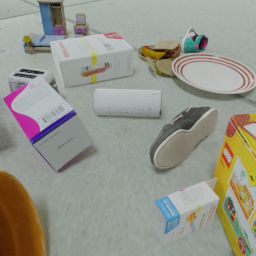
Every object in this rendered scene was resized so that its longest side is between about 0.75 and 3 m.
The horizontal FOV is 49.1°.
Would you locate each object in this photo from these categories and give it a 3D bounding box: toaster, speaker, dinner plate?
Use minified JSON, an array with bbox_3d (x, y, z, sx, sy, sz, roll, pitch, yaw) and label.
[{"bbox_3d":[-2.753,-1.114,8.105,1.589,1.026,0.903,11,39,13],"label":"toaster"},{"bbox_3d":[-0.019,-0.707,7.813,1.860,0.755,0.755,2,38,3],"label":"speaker"},{"bbox_3d":[2.859,-1.808,9.439,2.812,0.341,2.812,4,38,-3],"label":"dinner plate"}]

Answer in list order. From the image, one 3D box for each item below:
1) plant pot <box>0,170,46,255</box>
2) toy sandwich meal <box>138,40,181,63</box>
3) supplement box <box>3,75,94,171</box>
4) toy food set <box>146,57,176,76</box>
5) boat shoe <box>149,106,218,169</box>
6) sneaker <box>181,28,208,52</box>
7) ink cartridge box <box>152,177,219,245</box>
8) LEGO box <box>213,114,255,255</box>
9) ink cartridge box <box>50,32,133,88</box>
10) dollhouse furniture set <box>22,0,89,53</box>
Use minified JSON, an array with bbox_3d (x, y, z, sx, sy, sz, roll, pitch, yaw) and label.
[{"bbox_3d":[-2.372,1.760,3.970,1.714,1.872,1.872,-20,40,0],"label":"plant pot"},{"bbox_3d":[1.210,-3.084,10.965,1.702,0.583,1.702,0,38,0],"label":"toy sandwich meal"},{"bbox_3d":[-1.907,-0.195,6.577,1.092,1.116,2.159,-37,47,-13],"label":"supplement box"},{"bbox_3d":[1.455,-2.119,10.032,1.596,0.320,1.102,1,42,-17],"label":"toy food set"},{"bbox_3d":[1.238,0.151,6.728,0.746,0.875,2.617,18,35,40],"label":"boat shoe"},{"bbox_3d":[2.835,-3.676,11.610,0.998,0.691,1.653,9,47,20],"label":"sneaker"},{"bbox_3d":[1.128,1.467,5.021,1.330,0.766,0.451,-16,42,-19],"label":"ink cartridge box"},{"bbox_3d":[2.282,1.320,4.230,1.022,1.972,2.649,-3,39,-5],"label":"LEGO box"},{"bbox_3d":[-1.272,-2.437,9.771,2.477,1.033,1.798,-14,40,-17],"label":"ink cartridge box"},{"bbox_3d":[-2.999,-4.207,11.588,2.301,1.591,2.438,2,39,3],"label":"dollhouse furniture set"}]
